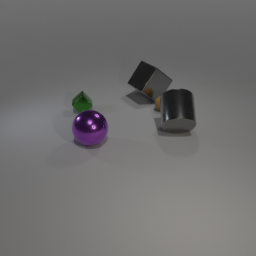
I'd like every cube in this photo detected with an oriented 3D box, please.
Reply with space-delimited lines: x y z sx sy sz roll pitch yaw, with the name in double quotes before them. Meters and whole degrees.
"cube" 1.123 -2.372 14.415 1.400 1.400 1.400 26 10 -42
"cube" -2.190 -1.213 13.406 0.700 0.700 0.700 -39 29 12

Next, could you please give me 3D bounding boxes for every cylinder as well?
"cylinder" 2.039 -0.674 11.498 1.400 1.400 1.400 0 64 1

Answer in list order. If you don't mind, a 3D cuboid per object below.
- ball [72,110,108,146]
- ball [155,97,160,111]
"ball" -1.463 -0.008 10.835 1.400 1.400 1.400 0 30 0
"ball" 1.646 -1.184 13.622 0.700 0.700 0.700 0 30 0
